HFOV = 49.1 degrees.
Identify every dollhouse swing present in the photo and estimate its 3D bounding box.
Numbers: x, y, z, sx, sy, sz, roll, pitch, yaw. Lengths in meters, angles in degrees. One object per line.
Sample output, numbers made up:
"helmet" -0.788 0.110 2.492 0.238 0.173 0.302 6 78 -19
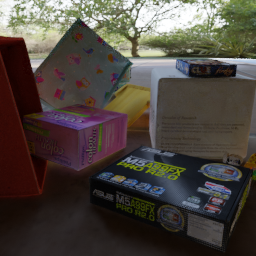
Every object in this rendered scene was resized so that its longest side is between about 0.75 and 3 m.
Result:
"dollhouse swing" 0.367 -0.444 9.746 1.853 1.793 2.039 39 -11 -38

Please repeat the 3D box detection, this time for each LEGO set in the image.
"LEGO set" 2.820 0.654 5.606 1.773 0.728 0.676 12 20 33

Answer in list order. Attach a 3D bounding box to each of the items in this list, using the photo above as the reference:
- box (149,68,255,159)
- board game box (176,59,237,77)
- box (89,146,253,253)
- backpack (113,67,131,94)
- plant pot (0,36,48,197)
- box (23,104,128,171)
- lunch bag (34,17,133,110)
"box" 1.715 -0.502 7.280 2.238 1.917 2.227 0 17 1
"board game box" 1.748 -1.421 6.528 1.014 0.259 1.497 0 18 -2
"box" 0.774 0.998 4.855 2.300 0.509 1.843 11 20 31
"backpack" -0.887 -2.667 14.333 2.160 1.832 2.433 -3 11 -4
"plant pot" -3.122 -0.212 5.562 2.412 2.734 2.737 -12 19 -8
"box" -1.211 0.106 6.802 1.672 0.919 1.901 13 20 29
"lunch bag" -1.511 -1.497 8.586 2.266 2.660 1.622 36 -16 -14
